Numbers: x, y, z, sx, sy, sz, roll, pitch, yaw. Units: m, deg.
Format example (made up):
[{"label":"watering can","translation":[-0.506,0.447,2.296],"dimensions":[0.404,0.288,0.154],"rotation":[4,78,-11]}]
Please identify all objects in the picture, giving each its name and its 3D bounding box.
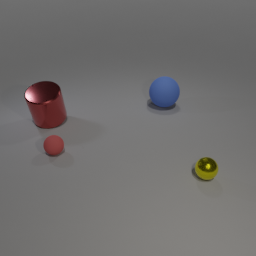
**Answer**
[{"label":"ball","translation":[-2.578,0.593,9.735],"dimensions":[0.700,0.700,0.700],"rotation":[0,30,0]},{"label":"ball","translation":[2.406,1.236,8.574],"dimensions":[0.700,0.700,0.700],"rotation":[0,30,0]},{"label":"ball","translation":[1.671,-1.657,12.866],"dimensions":[1.400,1.400,1.400],"rotation":[0,30,0]},{"label":"cylinder","translation":[-3.299,-0.939,11.349],"dimensions":[1.400,1.400,1.400],"rotation":[-1,48,1]}]
